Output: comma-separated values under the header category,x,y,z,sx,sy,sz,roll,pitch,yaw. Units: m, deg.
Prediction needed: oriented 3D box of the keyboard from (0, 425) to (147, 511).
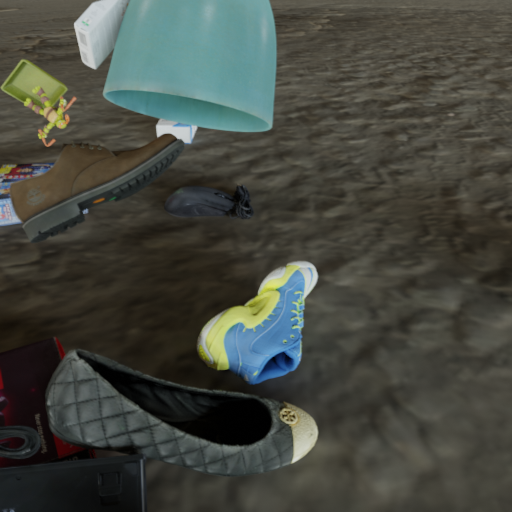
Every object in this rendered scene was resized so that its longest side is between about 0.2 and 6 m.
category,x,y,z,sx,sy,sz,roll,pitch,yaw
keyboard,-2.324,2.192,4.686,2.786,0.357,1.673,0,72,-17

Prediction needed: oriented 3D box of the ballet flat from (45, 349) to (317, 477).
category,x,y,z,sx,sy,sz,roll,pitch,yaw
ballet flat,-0.611,1.590,5.615,2.877,0.817,0.956,14,22,-21

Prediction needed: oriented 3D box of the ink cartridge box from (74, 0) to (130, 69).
category,x,y,z,sx,sy,sz,roll,pitch,yaw
ink cartridge box,-2.104,-3.339,7.988,0.281,0.902,1.121,32,73,-1

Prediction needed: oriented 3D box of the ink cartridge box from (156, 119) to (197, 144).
category,x,y,z,sx,sy,sz,roll,pitch,yaw
ink cartridge box,-1.982,-3.251,14.120,0.831,0.484,1.149,2,32,3

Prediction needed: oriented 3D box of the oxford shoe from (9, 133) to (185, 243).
category,x,y,z,sx,sy,sz,roll,pitch,yaw
oxford shoe,-1.643,-0.930,5.865,1.918,0.810,0.697,-30,0,-21

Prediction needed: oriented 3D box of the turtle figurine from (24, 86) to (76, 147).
category,x,y,z,sx,sy,sz,roll,pitch,yaw
turtle figurine,-3.541,-2.520,9.705,0.872,1.081,0.348,45,27,7

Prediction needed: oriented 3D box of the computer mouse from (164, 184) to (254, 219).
category,x,y,z,sx,sy,sz,roll,pitch,yaw
computer mouse,-0.927,-1.115,10.780,1.701,0.448,1.178,-3,33,-4

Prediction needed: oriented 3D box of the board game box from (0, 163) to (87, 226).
category,x,y,z,sx,sy,sz,roll,pitch,yaw
board game box,-4.149,-1.228,10.861,1.797,0.555,1.798,-2,32,-6

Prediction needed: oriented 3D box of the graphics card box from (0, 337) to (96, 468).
category,x,y,z,sx,sy,sz,roll,pitch,yaw
graphics card box,-3.233,1.995,5.594,2.944,0.749,1.847,-16,36,-21

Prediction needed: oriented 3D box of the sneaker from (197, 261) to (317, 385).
category,x,y,z,sx,sy,sz,roll,pitch,yaw
sneaker,0.323,0.942,7.359,1.154,0.832,2.198,36,53,26

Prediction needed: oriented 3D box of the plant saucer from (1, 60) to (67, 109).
category,x,y,z,sx,sy,sz,roll,pitch,yaw
plant saucer,-4.036,-3.116,10.235,0.887,0.888,0.213,31,44,-35

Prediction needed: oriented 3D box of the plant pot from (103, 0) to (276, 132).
category,x,y,z,sx,sy,sz,roll,pitch,yaw
plant pot,-0.804,-3.035,8.090,2.458,1.973,2.458,10,4,-1
